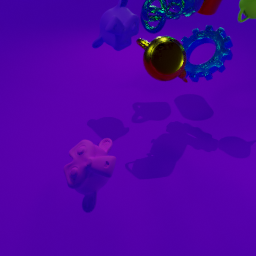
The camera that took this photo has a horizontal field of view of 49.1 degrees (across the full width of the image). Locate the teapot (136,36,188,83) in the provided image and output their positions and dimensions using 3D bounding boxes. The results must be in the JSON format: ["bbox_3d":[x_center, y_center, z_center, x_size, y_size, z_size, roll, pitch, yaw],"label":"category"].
[{"bbox_3d":[0.919,-1.670,7.002,1.741,1.082,0.852,36,2,-11],"label":"teapot"}]

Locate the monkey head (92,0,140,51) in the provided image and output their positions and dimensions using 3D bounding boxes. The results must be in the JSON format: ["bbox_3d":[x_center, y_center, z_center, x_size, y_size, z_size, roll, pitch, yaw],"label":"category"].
[{"bbox_3d":[-0.408,-2.997,8.125,1.133,1.881,1.353,43,19,22],"label":"monkey head"}]

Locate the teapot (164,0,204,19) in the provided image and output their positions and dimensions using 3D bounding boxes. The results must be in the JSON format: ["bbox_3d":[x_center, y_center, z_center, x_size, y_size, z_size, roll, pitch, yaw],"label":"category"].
[{"bbox_3d":[1.512,-3.683,7.401,0.968,1.230,1.978,22,78,24],"label":"teapot"}]

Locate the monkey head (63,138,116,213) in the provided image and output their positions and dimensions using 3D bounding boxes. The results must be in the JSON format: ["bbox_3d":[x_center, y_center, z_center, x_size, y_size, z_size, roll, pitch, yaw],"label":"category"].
[{"bbox_3d":[-0.447,0.599,4.020,0.846,0.709,1.176,1,64,30],"label":"monkey head"}]

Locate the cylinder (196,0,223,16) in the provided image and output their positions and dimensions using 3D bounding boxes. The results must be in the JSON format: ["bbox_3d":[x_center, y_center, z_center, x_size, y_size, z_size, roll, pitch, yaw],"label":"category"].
[{"bbox_3d":[2.628,-4.506,9.169,1.132,1.132,1.132,8,53,-10],"label":"cylinder"}]

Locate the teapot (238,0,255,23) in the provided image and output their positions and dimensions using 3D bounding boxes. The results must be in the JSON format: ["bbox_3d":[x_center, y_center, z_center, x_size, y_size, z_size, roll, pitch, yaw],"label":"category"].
[{"bbox_3d":[3.509,-3.298,7.458,1.457,0.714,0.906,-35,34,-4],"label":"teapot"}]

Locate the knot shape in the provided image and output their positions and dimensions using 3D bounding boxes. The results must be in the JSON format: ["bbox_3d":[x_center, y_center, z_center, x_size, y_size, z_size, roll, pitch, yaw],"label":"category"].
[{"bbox_3d":[0.894,-3.611,9.058,1.370,1.282,0.633,15,68,-28],"label":"knot shape"}]

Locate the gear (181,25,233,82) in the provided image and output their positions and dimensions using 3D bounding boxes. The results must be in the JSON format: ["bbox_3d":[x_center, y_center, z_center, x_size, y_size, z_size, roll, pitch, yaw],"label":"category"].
[{"bbox_3d":[2.136,-2.140,8.063,1.647,0.305,1.647,-13,65,30],"label":"gear"}]
